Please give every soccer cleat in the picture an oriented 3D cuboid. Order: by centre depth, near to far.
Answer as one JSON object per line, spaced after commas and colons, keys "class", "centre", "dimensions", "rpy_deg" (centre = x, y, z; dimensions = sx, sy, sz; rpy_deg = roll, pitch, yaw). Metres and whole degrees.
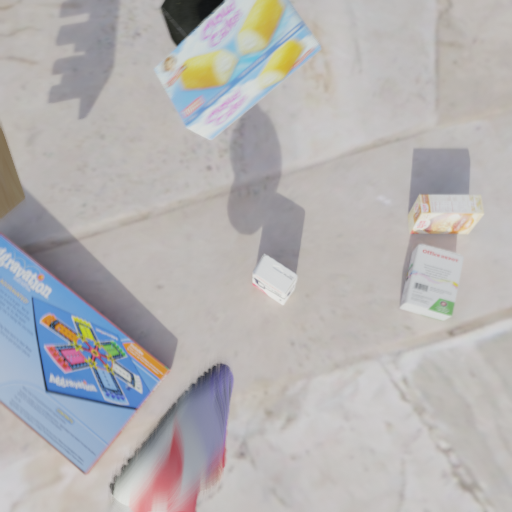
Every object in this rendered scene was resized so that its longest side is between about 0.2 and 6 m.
{"class": "soccer cleat", "centre": [-0.785, 2.421, 7.370], "dimensions": [1.070, 2.922, 0.997], "rpy_deg": [41, 110, 2]}

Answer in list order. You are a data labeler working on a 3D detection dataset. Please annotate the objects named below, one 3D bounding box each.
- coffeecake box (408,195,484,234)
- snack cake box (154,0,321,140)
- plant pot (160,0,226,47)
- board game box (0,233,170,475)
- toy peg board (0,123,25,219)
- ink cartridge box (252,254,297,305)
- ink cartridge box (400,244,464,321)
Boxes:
{"class": "coffeecake box", "centre": [3.753, -0.818, 11.175], "dimensions": [1.212, 0.931, 0.443], "rpy_deg": [0, 67, 0]}
{"class": "snack cake box", "centre": [-0.332, -3.108, 8.819], "dimensions": [2.318, 0.779, 1.333], "rpy_deg": [-36, 71, 19]}
{"class": "plant pot", "centre": [-1.008, -5.044, 12.104], "dimensions": [1.575, 1.771, 1.775], "rpy_deg": [-38, 77, -5]}
{"class": "board game box", "centre": [-4.110, 1.660, 10.531], "dimensions": [4.547, 0.442, 2.341], "rpy_deg": [38, 78, 6]}
{"class": "toy peg board", "centre": [-4.735, -1.502, 8.856], "dimensions": [0.974, 1.982, 1.991], "rpy_deg": [-10, 112, 1]}
{"class": "ink cartridge box", "centre": [0.345, 0.473, 10.733], "dimensions": [0.761, 1.051, 0.443], "rpy_deg": [33, 76, 9]}
{"class": "ink cartridge box", "centre": [3.440, 0.521, 10.990], "dimensions": [0.913, 0.529, 1.260], "rpy_deg": [16, 74, 5]}
